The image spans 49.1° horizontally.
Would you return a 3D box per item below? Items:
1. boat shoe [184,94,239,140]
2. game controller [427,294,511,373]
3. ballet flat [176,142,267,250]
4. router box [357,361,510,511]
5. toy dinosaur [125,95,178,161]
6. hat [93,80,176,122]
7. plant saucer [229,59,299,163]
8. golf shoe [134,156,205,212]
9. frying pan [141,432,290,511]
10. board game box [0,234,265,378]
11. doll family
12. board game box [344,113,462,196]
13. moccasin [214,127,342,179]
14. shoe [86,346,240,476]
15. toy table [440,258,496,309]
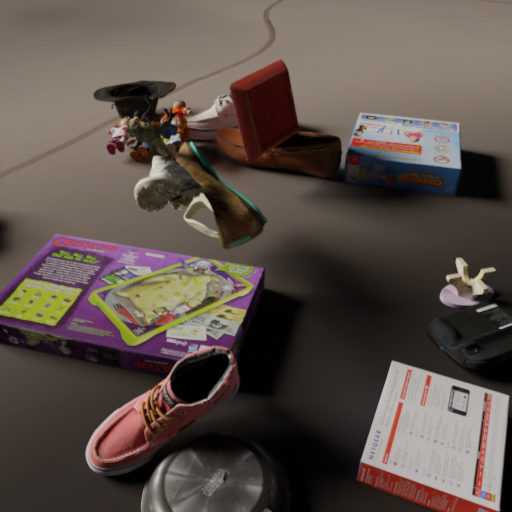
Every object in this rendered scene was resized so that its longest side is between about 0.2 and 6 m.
[{"bbox_3d":[-0.725,-3.825,14.887,2.979,1.040,1.056,-9,38,-12],"label":"boat shoe"},{"bbox_3d":[3.933,1.140,8.893,2.358,0.496,1.230,-14,24,-18],"label":"game controller"},{"bbox_3d":[-0.918,-1.050,9.977,1.056,0.990,2.920,-40,51,-1],"label":"ballet flat"},{"bbox_3d":[2.323,2.326,7.220,1.605,0.437,1.788,15,39,19],"label":"router box"},{"bbox_3d":[-1.781,-2.281,9.850,0.447,0.829,1.882,15,-1,18],"label":"toy dinosaur"},{"bbox_3d":[-3.298,-4.186,15.493,2.343,0.945,2.343,-3,28,2],"label":"hat"},{"bbox_3d":[0.296,-3.146,12.168,0.323,1.754,1.758,14,40,40],"label":"plant saucer"},{"bbox_3d":[-1.506,-1.168,8.754,0.669,0.830,1.708,-33,-5,17],"label":"golf shoe"},{"bbox_3d":[-0.185,3.083,6.282,1.787,0.481,2.953,-21,38,-24],"label":"frying pan"},{"bbox_3d":[-2.077,0.763,9.234,4.021,0.649,2.414,9,42,12],"label":"board game box"},{"bbox_3d":[-2.517,-3.010,14.028,2.417,1.089,1.500,-11,41,20],"label":"doll family"},{"bbox_3d":[3.537,-2.509,13.419,2.535,0.708,2.482,10,39,13],"label":"board game box"},{"bbox_3d":[0.477,-2.669,13.200,3.123,1.206,1.142,18,45,22],"label":"moccasin"},{"bbox_3d":[-1.177,1.891,7.001,2.189,0.996,0.782,-29,66,-17],"label":"shoe"},{"bbox_3d":[3.640,0.497,9.567,0.945,0.553,0.869,-16,40,-19],"label":"toy table"}]
